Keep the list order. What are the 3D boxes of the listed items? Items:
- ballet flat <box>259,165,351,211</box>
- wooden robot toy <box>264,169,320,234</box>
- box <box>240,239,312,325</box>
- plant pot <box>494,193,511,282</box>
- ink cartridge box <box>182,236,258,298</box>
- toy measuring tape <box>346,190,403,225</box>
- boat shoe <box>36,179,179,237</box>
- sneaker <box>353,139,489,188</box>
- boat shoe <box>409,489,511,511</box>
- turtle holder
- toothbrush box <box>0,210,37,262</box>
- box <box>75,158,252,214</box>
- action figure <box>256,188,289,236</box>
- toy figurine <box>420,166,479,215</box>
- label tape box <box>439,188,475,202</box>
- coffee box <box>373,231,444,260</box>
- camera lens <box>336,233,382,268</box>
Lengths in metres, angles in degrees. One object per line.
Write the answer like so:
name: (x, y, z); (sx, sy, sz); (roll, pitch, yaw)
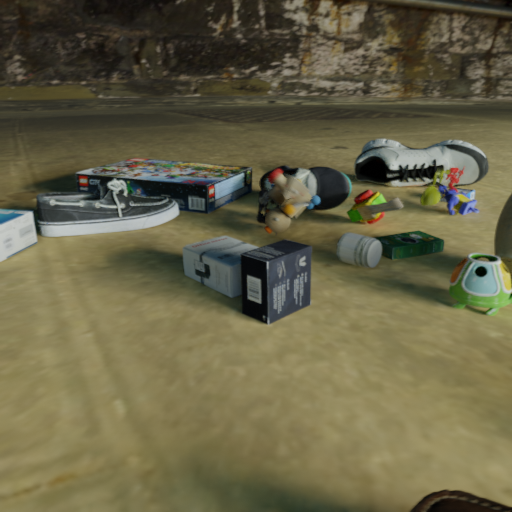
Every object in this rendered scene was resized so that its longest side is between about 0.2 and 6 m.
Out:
ballet flat: (0.927, -1.539, 12.565); (1.033, 1.033, 2.828); (-10, 16, -27)
wooden robot toy: (0.441, -0.921, 10.523); (1.008, 1.038, 2.288); (40, 1, 0)
box: (0.275, 0.324, 7.453); (0.521, 0.872, 0.887); (17, 26, 42)
plant pot: (4.139, -0.118, 8.129); (1.087, 1.619, 1.619); (-47, 35, -10)
ink cartridge box: (-0.421, 0.131, 8.528); (0.895, 0.507, 1.221); (-16, 25, -37)
toy measuring tape: (2.418, -1.019, 10.975); (0.699, 0.699, 1.901); (-8, -1, -20)
boat shoe: (-2.908, -1.045, 11.161); (2.770, 0.946, 1.023); (-7, 21, -19)
sneaker: (4.138, -2.216, 14.471); (3.457, 1.274, 1.383); (8, 34, 34)
boat shoe: (2.255, 1.872, 2.511); (3.454, 1.278, 1.276); (17, 26, 40)
turtle holder: (3.130, 0.374, 7.573); (0.749, 0.700, 0.986); (-16, 25, -39)
toothbrush box: (-4.839, -0.394, 9.787); (1.516, 0.646, 1.110); (4, 20, 12)
box: (-2.175, -1.788, 13.656); (3.542, 0.668, 2.419); (8, 21, 21)
action figure: (0.335, -0.942, 11.032); (0.715, 0.614, 1.203); (14, 36, -16)
toy figurine: (4.332, -1.264, 11.941); (0.986, 0.868, 1.646); (43, 34, 25)
label tape box: (4.676, -1.449, 13.308); (0.832, 0.275, 0.596); (16, 26, 35)
coffee box: (2.636, -0.194, 9.832); (1.117, 0.246, 0.687); (-9, 21, -25)
camera lens: (1.668, -0.096, 9.171); (0.629, 0.503, 0.503); (16, 25, 40)
